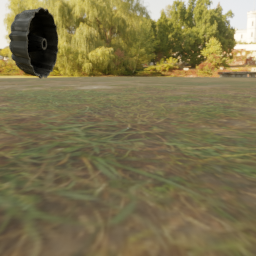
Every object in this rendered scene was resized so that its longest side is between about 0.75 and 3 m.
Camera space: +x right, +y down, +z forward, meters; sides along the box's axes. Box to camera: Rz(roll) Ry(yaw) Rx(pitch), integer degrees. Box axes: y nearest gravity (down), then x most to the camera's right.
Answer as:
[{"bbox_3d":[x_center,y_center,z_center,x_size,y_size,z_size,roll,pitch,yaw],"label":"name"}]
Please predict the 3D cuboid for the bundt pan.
[{"bbox_3d":[-2.699,-2.419,7.959,0.730,1.946,1.946,9,14,9],"label":"bundt pan"}]
